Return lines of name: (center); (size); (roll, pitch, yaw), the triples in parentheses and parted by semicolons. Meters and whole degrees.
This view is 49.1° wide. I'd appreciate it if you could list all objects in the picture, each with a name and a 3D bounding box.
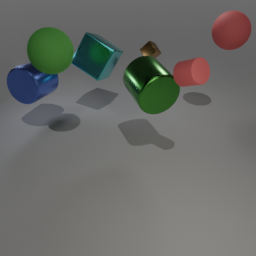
cube: (1.173, -3.958, 14.454); (0.700, 0.700, 0.700); (59, 28, 10)
cylinder: (0.725, -1.383, 8.957); (1.400, 1.400, 1.400); (-11, 41, -18)
cube: (-1.269, -2.985, 11.738); (1.400, 1.400, 1.400); (34, 20, 3)
ball: (3.873, -3.654, 10.523); (1.400, 1.400, 1.400); (0, 31, 0)
ball: (-2.375, -2.364, 8.619); (1.400, 1.400, 1.400); (0, 31, 0)
cylinder: (-3.637, -1.793, 10.798); (1.400, 1.400, 1.400); (10, 28, 17)
cylinder: (1.686, -1.476, 7.458); (0.700, 0.700, 0.700); (-22, 14, -31)
